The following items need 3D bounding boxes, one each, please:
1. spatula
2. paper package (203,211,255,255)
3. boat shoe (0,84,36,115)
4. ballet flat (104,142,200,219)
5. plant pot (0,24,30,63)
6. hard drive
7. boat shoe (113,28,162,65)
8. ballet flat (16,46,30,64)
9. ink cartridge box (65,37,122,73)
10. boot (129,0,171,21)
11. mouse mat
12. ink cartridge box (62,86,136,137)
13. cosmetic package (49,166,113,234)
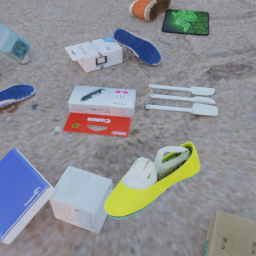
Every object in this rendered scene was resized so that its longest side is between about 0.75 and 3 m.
[{"bbox_3d":[1.792,-0.991,9.408,2.313,0.186,1.608,6,46,6],"label":"spatula"},{"bbox_3d":[2.173,2.492,5.473,1.301,0.706,1.365,14,47,14],"label":"paper package"},{"bbox_3d":[-2.469,-0.555,5.815,1.181,0.427,0.426,-19,59,-10],"label":"boat shoe"},{"bbox_3d":[0.494,0.812,5.135,2.271,0.761,0.759,-19,27,-35],"label":"ballet flat"},{"bbox_3d":[-3.227,-2.285,7.849,0.807,0.792,0.790,28,87,35],"label":"plant pot"},{"bbox_3d":[-2.606,1.379,6.251,2.043,0.259,1.348,27,72,44],"label":"hard drive"},{"bbox_3d":[0.463,-3.250,11.173,2.174,0.785,0.787,37,14,6],"label":"boat shoe"},{"bbox_3d":[-4.353,-3.139,11.362,0.513,0.507,1.508,-18,48,-18],"label":"ballet flat"},{"bbox_3d":[-1.339,-2.846,10.949,1.968,0.657,1.140,-20,48,-19],"label":"ink cartridge box"},{"bbox_3d":[1.215,-6.491,14.450,1.450,1.014,2.704,23,52,29],"label":"boot"},{"bbox_3d":[2.883,-5.283,13.843,2.222,0.104,2.761,7,44,8],"label":"mouse mat"},{"bbox_3d":[-0.870,-0.580,8.801,2.074,0.452,1.800,5,43,5],"label":"ink cartridge box"},{"bbox_3d":[-0.999,1.583,6.247,1.097,0.918,0.912,15,46,15],"label":"cosmetic package"}]
